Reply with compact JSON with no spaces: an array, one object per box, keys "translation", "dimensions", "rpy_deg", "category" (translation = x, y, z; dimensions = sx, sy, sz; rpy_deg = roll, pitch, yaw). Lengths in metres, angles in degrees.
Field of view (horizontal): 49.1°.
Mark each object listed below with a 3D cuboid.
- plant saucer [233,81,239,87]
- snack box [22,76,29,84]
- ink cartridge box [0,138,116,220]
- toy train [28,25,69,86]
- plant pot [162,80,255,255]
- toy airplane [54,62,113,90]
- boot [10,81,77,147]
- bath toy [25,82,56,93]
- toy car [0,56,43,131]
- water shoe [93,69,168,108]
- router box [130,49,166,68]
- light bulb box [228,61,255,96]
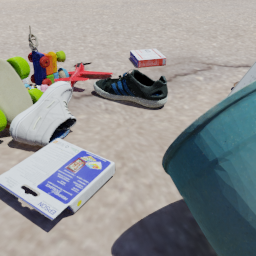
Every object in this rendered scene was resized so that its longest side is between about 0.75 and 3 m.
[{"translation":[4.030,-1.281,9.267],"dimensions":[1.061,0.183,1.061],"rpy_deg":[0,31,0],"category":"plant saucer"},{"translation":[-4.652,-1.425,9.009],"dimensions":[2.807,0.341,1.009],"rpy_deg":[-15,31,-12],"category":"snack box"},{"translation":[-1.405,0.966,5.528],"dimensions":[1.679,0.399,1.699],"rpy_deg":[20,41,29],"category":"ink cartridge box"},{"translation":[-2.576,-2.351,9.241],"dimensions":[0.873,2.064,1.194],"rpy_deg":[26,36,35],"category":"toy train"},{"translation":[2.133,0.973,3.272],"dimensions":[2.659,2.659,2.499],"rpy_deg":[-14,62,-21],"category":"plant pot"},{"translation":[-1.861,-1.909,9.992],"dimensions":[2.525,0.464,2.525],"rpy_deg":[-2,32,1],"category":"toy airplane"},{"translation":[-1.813,-0.344,7.306],"dimensions":[1.169,0.900,2.446],"rpy_deg":[17,44,14],"category":"boot"},{"translation":[-2.653,-1.223,8.850],"dimensions":[1.181,0.436,0.514],"rpy_deg":[1,32,10],"category":"bath toy"},{"translation":[-3.815,-0.680,7.473],"dimensions":[2.344,1.849,1.925],"rpy_deg":[-16,16,28],"category":"toy car"},{"translation":[0.073,-1.392,8.666],"dimensions":[2.529,0.998,0.904],"rpy_deg":[15,35,22],"category":"water shoe"},{"translation":[0.818,-2.959,11.772],"dimensions":[1.195,0.325,1.331],"rpy_deg":[-8,33,-12],"category":"router box"},{"translation":[3.266,-0.514,5.316],"dimensions":[2.154,2.173,1.356],"rpy_deg":[41,18,17],"category":"light bulb box"}]
